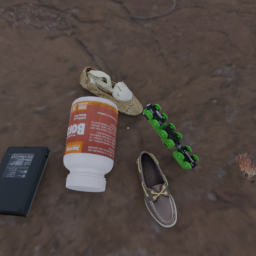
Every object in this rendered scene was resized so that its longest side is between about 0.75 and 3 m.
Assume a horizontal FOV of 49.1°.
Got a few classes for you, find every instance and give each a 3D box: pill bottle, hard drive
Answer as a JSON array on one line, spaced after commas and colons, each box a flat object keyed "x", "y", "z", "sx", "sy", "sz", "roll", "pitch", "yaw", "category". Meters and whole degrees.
[{"x": -1.026, "y": 0.470, "z": 7.713, "sx": 1.353, "sy": 1.353, "sz": 2.412, "roll": 4, "pitch": 69, "yaw": 2, "category": "pill bottle"}, {"x": -3.004, "y": 1.375, "z": 7.536, "sx": 1.329, "sy": 0.313, "sz": 1.905, "roll": -1, "pitch": 53, "yaw": 17, "category": "hard drive"}]

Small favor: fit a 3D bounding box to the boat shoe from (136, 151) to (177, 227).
[{"x": 0.743, "y": 1.611, "z": 7.579, "sx": 0.751, "sy": 0.622, "sz": 2.089, "roll": -17, "pitch": 64, "yaw": -4, "category": "boat shoe"}]

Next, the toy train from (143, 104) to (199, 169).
[{"x": 1.146, "y": 0.253, "z": 7.749, "sx": 0.454, "sy": 0.613, "sz": 2.174, "roll": -39, "pitch": 94, "yaw": -21, "category": "toy train"}]

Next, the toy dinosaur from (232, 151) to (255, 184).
[{"x": 3.076, "y": 0.944, "z": 7.371, "sx": 0.944, "sy": 1.393, "sz": 0.598, "roll": 41, "pitch": 95, "yaw": -13, "category": "toy dinosaur"}]

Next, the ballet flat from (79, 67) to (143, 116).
[{"x": -0.556, "y": -1.229, "z": 8.940, "sx": 2.405, "sy": 0.785, "sz": 0.848, "roll": 29, "pitch": 51, "yaw": 12, "category": "ballet flat"}]
